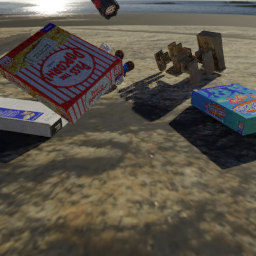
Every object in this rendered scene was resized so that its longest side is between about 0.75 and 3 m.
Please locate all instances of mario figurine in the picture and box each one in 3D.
[{"bbox_3d":[-0.714,-2.869,12.460,1.805,1.550,2.925,14,29,26],"label":"mario figurine"}]

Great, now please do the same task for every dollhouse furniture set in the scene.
[{"bbox_3d":[3.156,-3.073,13.361,2.810,1.867,2.463,-35,38,-15],"label":"dollhouse furniture set"}]

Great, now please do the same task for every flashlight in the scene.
[{"bbox_3d":[-0.812,-3.477,7.137,0.524,0.526,1.549,-21,70,-32],"label":"flashlight"}]

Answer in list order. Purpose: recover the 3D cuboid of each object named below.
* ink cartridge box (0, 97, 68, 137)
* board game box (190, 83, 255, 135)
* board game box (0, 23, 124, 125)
[{"bbox_3d":[-3.335,-0.409,8.747,2.901,0.538,1.374,10,29,13],"label":"ink cartridge box"},{"bbox_3d":[3.678,-0.737,9.285,2.010,0.595,2.643,-11,29,-21],"label":"board game box"},{"bbox_3d":[-1.654,-1.442,6.880,2.491,0.577,1.887,32,64,21],"label":"board game box"}]
